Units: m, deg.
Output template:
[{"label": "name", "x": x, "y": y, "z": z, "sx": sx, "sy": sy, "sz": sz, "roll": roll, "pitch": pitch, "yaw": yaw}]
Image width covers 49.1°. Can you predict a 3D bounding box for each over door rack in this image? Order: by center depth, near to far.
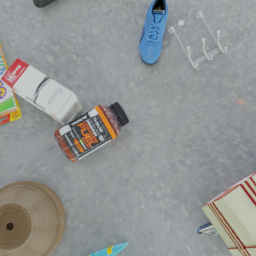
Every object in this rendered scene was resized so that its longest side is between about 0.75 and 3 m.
[{"label": "over door rack", "x": 2.299, "y": -2.972, "z": 9.243, "sx": 1.274, "sy": 0.574, "sz": 1.724, "roll": -29, "pitch": 79, "yaw": -7}]

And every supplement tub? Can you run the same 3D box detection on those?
[{"label": "supplement tub", "x": -1.020, "y": 0.040, "z": 8.267, "sx": 2.090, "sy": 1.118, "sz": 1.118, "roll": -32, "pitch": 79, "yaw": -6}]

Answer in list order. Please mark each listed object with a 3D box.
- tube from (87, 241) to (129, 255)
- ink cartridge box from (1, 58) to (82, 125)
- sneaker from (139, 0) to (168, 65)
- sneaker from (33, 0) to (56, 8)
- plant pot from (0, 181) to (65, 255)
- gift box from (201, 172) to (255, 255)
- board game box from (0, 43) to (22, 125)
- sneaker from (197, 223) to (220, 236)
[{"label": "tube", "x": -0.792, "y": 3.591, "z": 7.715, "sx": 1.817, "sy": 0.704, "sz": 0.458, "roll": -26, "pitch": 80, "yaw": -2}, {"label": "ink cartridge box", "x": -2.492, "y": -1.003, "z": 8.341, "sx": 1.970, "sy": 1.422, "sz": 0.825, "roll": 32, "pitch": 79, "yaw": 7}, {"label": "sneaker", "x": 0.839, "y": -3.236, "z": 9.144, "sx": 0.761, "sy": 0.905, "sz": 2.307, "roll": 12, "pitch": 79, "yaw": 1}, {"label": "sneaker", "x": -1.911, "y": -4.863, "z": 9.481, "sx": 1.527, "sy": 0.992, "sz": 2.644, "roll": 35, "pitch": 78, "yaw": 5}, {"label": "plant pot", "x": -3.024, "y": 2.649, "z": 7.681, "sx": 2.395, "sy": 1.105, "sz": 2.395, "roll": 0, "pitch": 78, "yaw": 0}, {"label": "gift box", "x": 3.331, "y": 2.361, "z": 7.418, "sx": 1.839, "sy": 1.993, "sz": 1.861, "roll": -29, "pitch": 71, "yaw": -13}, {"label": "board game box", "x": -4.482, "y": -1.445, "z": 9.002, "sx": 1.390, "sy": 0.436, "sz": 2.909, "roll": -20, "pitch": 81, "yaw": -4}, {"label": "sneaker", "x": 2.446, "y": 2.922, "z": 8.005, "sx": 0.932, "sy": 0.359, "sz": 0.397, "roll": -16, "pitch": 82, "yaw": -3}]
